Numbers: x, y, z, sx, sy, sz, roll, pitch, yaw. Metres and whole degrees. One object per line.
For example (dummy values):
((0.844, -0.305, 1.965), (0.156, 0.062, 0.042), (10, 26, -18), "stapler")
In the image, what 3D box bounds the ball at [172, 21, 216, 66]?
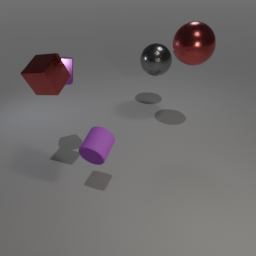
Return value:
((2.177, -2.775, 9.252), (1.400, 1.400, 1.400), (0, 29, 0), "ball")

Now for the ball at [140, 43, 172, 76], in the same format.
((1.232, -2.999, 12.328), (1.400, 1.400, 1.400), (0, 29, 0), "ball")

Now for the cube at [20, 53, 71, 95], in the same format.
((-1.912, -1.251, 6.585), (0.700, 0.700, 0.700), (4, 52, 27), "cube")

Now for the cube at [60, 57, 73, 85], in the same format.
((-1.929, -1.558, 7.567), (0.700, 0.700, 0.700), (-6, 18, -29), "cube")

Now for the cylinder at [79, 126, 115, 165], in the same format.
((-0.768, 0.439, 6.993), (0.700, 0.700, 0.700), (11, 52, 19), "cylinder")
